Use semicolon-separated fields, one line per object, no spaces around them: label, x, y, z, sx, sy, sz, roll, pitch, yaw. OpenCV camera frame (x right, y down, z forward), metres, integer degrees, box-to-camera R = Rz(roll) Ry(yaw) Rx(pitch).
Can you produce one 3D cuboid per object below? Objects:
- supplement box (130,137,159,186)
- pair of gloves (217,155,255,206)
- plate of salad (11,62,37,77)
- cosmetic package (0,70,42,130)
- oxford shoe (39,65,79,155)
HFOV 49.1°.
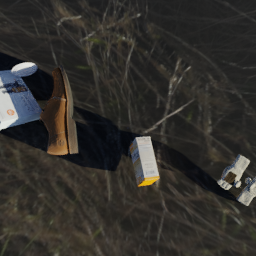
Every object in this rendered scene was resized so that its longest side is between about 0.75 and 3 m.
supplement box;0.441;0.952;7.977;0.453;0.777;1.233;-5;68;-16
pair of gloves;3.281;1.508;7.908;1.284;0.225;1.092;39;99;-8
plate of salad;-3.218;-1.835;8.694;0.781;0.781;0.188;-20;75;-6
cosmetic package;-3.655;-0.915;8.494;1.359;0.466;1.803;-23;71;-44
oxford shoe;-2.126;-0.613;8.342;1.048;1.049;2.941;-7;66;-6
